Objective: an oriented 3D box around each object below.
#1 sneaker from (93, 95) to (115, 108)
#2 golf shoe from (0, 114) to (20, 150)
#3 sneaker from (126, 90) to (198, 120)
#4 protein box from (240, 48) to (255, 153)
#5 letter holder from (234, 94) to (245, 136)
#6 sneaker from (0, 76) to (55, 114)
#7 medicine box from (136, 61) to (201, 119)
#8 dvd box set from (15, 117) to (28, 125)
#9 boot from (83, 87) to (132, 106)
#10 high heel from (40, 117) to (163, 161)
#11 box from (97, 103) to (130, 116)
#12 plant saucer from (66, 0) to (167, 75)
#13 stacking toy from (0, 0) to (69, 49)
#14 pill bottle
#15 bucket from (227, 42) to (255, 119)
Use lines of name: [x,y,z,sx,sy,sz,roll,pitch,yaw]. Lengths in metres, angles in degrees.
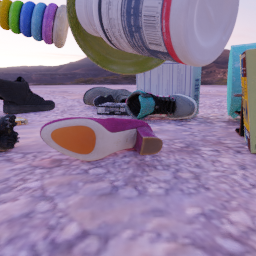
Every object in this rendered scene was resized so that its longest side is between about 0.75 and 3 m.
sneaker: [-1.248,-1.089,13.044,0.777,0.673,1.876,-22,2,21]
golf shoe: [-2.941,0.189,5.188,1.133,0.932,2.398,-3,0,-1]
sneaker: [0.964,-0.770,9.624,2.540,1.062,1.534,9,16,30]
protein box: [3.454,-0.663,5.735,2.022,2.037,1.374,-4,9,18]
letter holder: [4.039,-0.383,7.581,2.138,1.075,1.520,2,9,11]
sneaker: [-4.350,-1.450,11.848,0.895,1.554,2.980,9,14,37]
medicine box: [1.526,-1.514,10.805,2.274,2.071,1.170,6,12,28]
dvd box set: [-3.869,-0.181,8.882,1.124,0.165,0.822,-10,14,-41]
boot: [-0.675,-1.502,14.065,2.841,0.962,1.856,-7,18,-25]
high heel: [-0.541,0.053,5.563,2.409,0.811,1.155,1,20,-24]
box: [-0.378,-0.796,11.532,1.550,0.386,1.222,2,11,12]
plant saucer: [0.053,-2.742,6.504,2.943,2.943,0.457,-3,24,-14]
stacking toy: [-3.245,-3.252,8.091,2.970,1.268,1.268,12,9,-9]
pill bottle: [0.359,-2.217,5.195,1.695,1.695,2.834,-10,27,-44]
bucket: [4.483,-1.614,9.684,1.894,2.911,2.911,2,11,17]
